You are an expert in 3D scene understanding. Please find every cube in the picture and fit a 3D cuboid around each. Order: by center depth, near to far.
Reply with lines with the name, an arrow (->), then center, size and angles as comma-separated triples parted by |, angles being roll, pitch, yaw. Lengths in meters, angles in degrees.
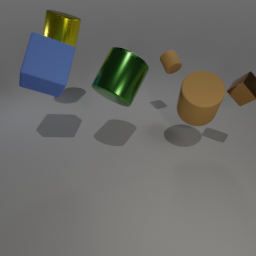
cube -> 3.809, -1.260, 9.097 | 0.700, 0.700, 0.700 | 47, 58, -6
cube -> -2.684, -2.011, 9.244 | 1.400, 1.400, 1.400 | 15, -15, -19

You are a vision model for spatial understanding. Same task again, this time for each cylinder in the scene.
cylinder -> -0.244, -1.604, 8.955 | 1.400, 1.400, 1.400 | 27, -6, 3
cylinder -> 2.433, -0.973, 9.527 | 1.400, 1.400, 1.400 | -1, 64, 2
cylinder -> -2.739, -3.928, 11.474 | 1.400, 1.400, 1.400 | 14, 24, -6
cylinder -> 1.755, -2.705, 11.504 | 0.700, 0.700, 0.700 | -14, 69, -21
